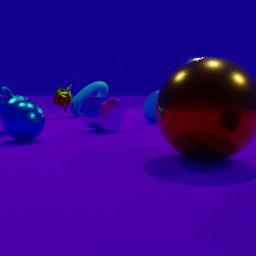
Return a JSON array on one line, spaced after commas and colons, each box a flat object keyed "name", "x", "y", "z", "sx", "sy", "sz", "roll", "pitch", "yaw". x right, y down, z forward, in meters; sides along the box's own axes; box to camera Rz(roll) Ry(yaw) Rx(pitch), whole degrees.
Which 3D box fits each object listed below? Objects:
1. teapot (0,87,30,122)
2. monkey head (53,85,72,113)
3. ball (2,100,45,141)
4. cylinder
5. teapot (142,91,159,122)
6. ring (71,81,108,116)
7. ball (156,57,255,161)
[{"name": "teapot", "x": -2.567, "y": -0.377, "z": 6.579, "sx": 0.944, "sy": 0.743, "sz": 1.518, "roll": 17, "pitch": -30, "yaw": 26}, {"name": "monkey head", "x": -2.318, "y": -1.117, "z": 10.020, "sx": 0.650, "sy": 1.078, "sz": 0.775, "roll": 12, "pitch": -10, "yaw": -16}, {"name": "ball", "x": -1.966, "y": -0.135, "z": 5.303, "sx": 0.774, "sy": 0.774, "sz": 0.774, "roll": 0, "pitch": 7, "yaw": 0}, {"name": "cylinder", "x": -0.628, "y": -0.338, "z": 6.693, "sx": 0.783, "sy": 0.783, "sz": 0.783, "roll": -7, "pitch": 13, "yaw": -44}, {"name": "teapot", "x": 0.982, "y": -0.580, "z": 8.555, "sx": 0.802, "sy": 1.018, "sz": 1.638, "roll": 28, "pitch": 17, "yaw": -23}, {"name": "ring", "x": -1.500, "y": -1.140, "z": 10.999, "sx": 1.746, "sy": 0.349, "sz": 1.746, "roll": -39, "pitch": -13, "yaw": -11}, {"name": "ball", "x": 1.056, "y": -0.243, "z": 3.746, "sx": 1.370, "sy": 1.370, "sz": 1.370, "roll": 0, "pitch": 7, "yaw": 0}]
